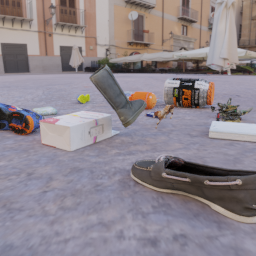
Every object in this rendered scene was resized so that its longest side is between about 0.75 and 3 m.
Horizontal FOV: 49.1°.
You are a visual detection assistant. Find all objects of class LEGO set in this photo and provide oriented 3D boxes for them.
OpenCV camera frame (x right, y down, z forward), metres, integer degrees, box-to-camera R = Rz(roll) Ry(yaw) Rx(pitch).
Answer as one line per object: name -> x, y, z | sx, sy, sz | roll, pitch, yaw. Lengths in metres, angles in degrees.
LEGO set -> 4.494, -0.572, 12.479 | 1.741, 0.760, 2.681 | 9, 29, 38

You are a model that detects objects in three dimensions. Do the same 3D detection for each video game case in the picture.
video game case -> 0.577, -1.817, 17.136 | 2.279, 0.251, 2.075 | 16, 18, 18

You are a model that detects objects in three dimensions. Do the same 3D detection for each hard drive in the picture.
hard drive -> 4.194, 0.136, 9.935 | 2.430, 0.319, 1.603 | 6, 15, 20

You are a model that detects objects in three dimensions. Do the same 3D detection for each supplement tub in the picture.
supplement tub -> 3.421, -1.978, 15.685 | 2.625, 1.609, 1.609 | 5, 15, 23

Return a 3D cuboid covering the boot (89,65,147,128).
boot -> -0.280, -1.118, 8.776 | 0.684, 1.885, 1.714 | -34, 11, 28

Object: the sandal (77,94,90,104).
sandal -> -2.865, -1.793, 17.312 | 0.630, 0.575, 1.447 | -3, 6, 14

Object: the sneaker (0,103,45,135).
sneaker -> -4.389, -0.368, 10.915 | 2.812, 1.059, 1.103 | 19, 15, 30

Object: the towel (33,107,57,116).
towel -> -4.137, -0.821, 13.901 | 0.962, 0.270, 1.123 | -12, 18, -30

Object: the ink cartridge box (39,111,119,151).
ink cartridge box -> -1.535, -0.025, 9.509 | 1.434, 0.831, 2.462 | 10, 17, 34

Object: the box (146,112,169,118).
box -> 1.383, -0.603, 13.200 | 0.974, 0.158, 0.590 | 11, 18, 43

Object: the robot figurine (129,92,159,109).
robot figurine -> 0.865, -1.528, 15.316 | 1.608, 0.938, 1.156 | 7, -3, 24

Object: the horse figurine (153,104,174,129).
horse figurine -> 1.423, -0.556, 10.892 | 0.338, 1.355, 0.898 | 34, 48, -15

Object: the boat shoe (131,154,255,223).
boat shoe -> 1.280, 0.919, 5.678 | 2.980, 0.849, 0.996 | 13, 19, 42
